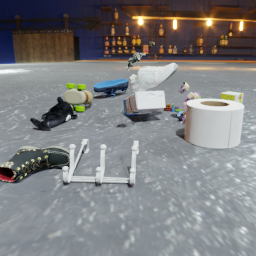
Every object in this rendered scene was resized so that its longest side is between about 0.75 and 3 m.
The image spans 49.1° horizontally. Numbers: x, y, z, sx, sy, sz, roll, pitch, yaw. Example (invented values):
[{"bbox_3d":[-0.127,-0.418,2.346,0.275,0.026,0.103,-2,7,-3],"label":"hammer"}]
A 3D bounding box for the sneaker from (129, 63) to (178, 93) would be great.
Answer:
[{"bbox_3d":[0.932,-2.133,11.503,2.435,0.976,0.856,-24,10,41],"label":"sneaker"}]

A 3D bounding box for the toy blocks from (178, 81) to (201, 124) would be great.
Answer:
[{"bbox_3d":[2.375,-0.834,11.050,1.382,1.163,1.291,38,24,-13],"label":"toy blocks"}]

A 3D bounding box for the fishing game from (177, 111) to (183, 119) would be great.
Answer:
[{"bbox_3d":[2.929,-0.589,11.699,1.775,0.385,2.479,6,18,11],"label":"fishing game"}]

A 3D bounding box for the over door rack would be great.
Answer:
[{"bbox_3d":[-0.568,0.653,6.971,1.621,0.731,2.195,2,17,4],"label":"over door rack"}]

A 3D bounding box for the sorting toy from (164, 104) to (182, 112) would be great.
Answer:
[{"bbox_3d":[2.080,-0.964,12.943,0.849,0.348,0.510,2,17,6],"label":"sorting toy"}]

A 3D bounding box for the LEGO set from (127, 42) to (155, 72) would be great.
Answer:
[{"bbox_3d":[0.315,-2.259,8.633,1.176,0.333,0.764,-50,10,-11],"label":"LEGO set"}]

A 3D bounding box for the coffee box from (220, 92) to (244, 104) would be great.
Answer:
[{"bbox_3d":[4.890,-1.282,13.268,0.756,0.763,0.764,-14,22,-39],"label":"coffee box"}]

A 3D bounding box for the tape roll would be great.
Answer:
[{"bbox_3d":[2.709,-0.197,8.922,1.755,1.205,1.755,0,16,0],"label":"tape roll"}]

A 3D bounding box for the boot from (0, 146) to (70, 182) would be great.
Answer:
[{"bbox_3d":[-2.191,0.875,6.612,1.535,0.554,1.160,3,21,13],"label":"boot"}]

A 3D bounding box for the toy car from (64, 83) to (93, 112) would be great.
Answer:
[{"bbox_3d":[-2.159,-1.449,13.297,1.171,1.219,1.484,9,9,26],"label":"toy car"}]

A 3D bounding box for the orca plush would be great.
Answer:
[{"bbox_3d":[-2.935,-0.761,11.159,1.458,0.985,2.771,6,18,20],"label":"orca plush"}]

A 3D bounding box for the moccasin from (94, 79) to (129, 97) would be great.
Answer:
[{"bbox_3d":[-0.860,-2.258,16.390,2.620,0.893,1.054,-17,31,-40],"label":"moccasin"}]

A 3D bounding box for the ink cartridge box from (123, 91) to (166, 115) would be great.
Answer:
[{"bbox_3d":[0.638,-1.011,11.568,1.228,0.715,1.698,-6,-3,-17],"label":"ink cartridge box"}]
